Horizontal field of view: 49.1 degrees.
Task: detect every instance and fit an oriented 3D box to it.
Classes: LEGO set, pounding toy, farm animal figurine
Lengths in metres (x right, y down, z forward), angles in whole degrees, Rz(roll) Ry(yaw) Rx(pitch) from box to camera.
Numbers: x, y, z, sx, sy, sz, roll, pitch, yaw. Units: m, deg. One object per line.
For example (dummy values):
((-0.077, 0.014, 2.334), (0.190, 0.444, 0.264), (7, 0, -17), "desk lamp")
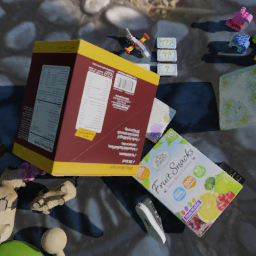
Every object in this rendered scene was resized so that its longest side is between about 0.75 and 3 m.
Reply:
((4.091, -2.627, 8.375), (2.574, 1.056, 0.982), (32, 77, 9), "LEGO set")
((0.575, -2.319, 8.622), (1.880, 0.461, 1.404), (2, 70, 1), "LEGO set")
((-2.626, 3.655, 6.394), (2.743, 1.273, 2.117), (-19, 75, -5), "pounding toy")
((-2.877, 1.725, 6.984), (2.723, 1.420, 2.693), (28, 86, 0), "farm animal figurine")

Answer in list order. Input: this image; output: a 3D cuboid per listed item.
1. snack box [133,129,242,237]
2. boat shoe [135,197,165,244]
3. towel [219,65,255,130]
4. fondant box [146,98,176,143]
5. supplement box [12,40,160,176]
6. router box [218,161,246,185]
((1.452, 1.363, 7.226), (2.286, 0.606, 1.626), (41, 85, 17), "snack box")
((0.581, 2.089, 6.277), (0.345, 0.418, 1.218), (-42, 116, -33), "boat shoe")
((3.225, -0.835, 7.442), (0.447, 1.858, 1.590), (14, 75, -32), "towel")
((0.766, -0.228, 8.052), (0.776, 0.313, 1.076), (33, 77, 9), "fondant box")
((-0.870, -0.340, 6.339), (1.651, 2.452, 2.486), (15, 93, 42), "supplement box")
((2.539, 1.529, 7.551), (0.777, 0.266, 1.042), (42, 78, 11), "router box")
